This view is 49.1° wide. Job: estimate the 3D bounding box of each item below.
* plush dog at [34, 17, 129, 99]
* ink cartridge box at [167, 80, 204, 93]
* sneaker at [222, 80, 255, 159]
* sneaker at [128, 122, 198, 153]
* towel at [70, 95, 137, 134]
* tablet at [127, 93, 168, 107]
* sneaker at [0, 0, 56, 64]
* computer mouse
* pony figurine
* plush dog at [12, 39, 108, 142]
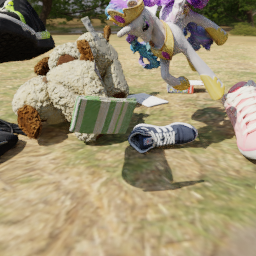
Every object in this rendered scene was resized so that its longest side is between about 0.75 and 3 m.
[{"bbox_3d":[-1.577,-2.022,9.252,2.475,2.312,2.882,-18,-32,37],"label":"plush dog"},{"bbox_3d":[2.297,-1.642,11.132,1.474,0.371,0.803,3,22,4],"label":"ink cartridge box"},{"bbox_3d":[2.656,-0.300,6.224,0.947,1.315,2.516,-27,9,21],"label":"sneaker"},{"bbox_3d":[0.736,0.220,6.229,1.518,0.532,0.823,1,16,21],"label":"sneaker"},{"bbox_3d":[-0.330,-0.165,3.743,0.822,0.627,0.096,0,41,-26],"label":"towel"},{"bbox_3d":[0.652,-1.012,9.923,0.908,0.095,1.396,-15,26,-32],"label":"tablet"},{"bbox_3d":[-1.633,-1.391,3.759,0.761,0.879,2.123,-24,13,2],"label":"sneaker"},{"bbox_3d":[-3.347,0.191,6.283,1.744,0.572,2.484,8,23,17],"label":"computer mouse"},{"bbox_3d":[0.906,-2.205,5.574,2.865,2.766,2.386,30,-28,-36],"label":"pony figurine"},{"bbox_3d":[-1.779,-0.835,7.136,2.369,2.213,2.758,-19,24,-1],"label":"plush dog"}]
